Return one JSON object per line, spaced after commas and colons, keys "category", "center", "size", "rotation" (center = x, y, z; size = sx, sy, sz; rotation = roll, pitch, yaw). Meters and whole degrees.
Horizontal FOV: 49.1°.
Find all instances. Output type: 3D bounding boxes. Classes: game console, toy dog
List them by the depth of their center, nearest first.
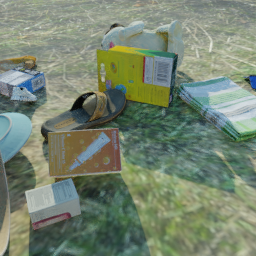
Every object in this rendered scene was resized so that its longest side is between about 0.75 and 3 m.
{"category": "game console", "center": [4.615, -1.585, 9.790], "size": [0.905, 0.536, 0.773], "rotation": [-1, 66, 0]}
{"category": "toy dog", "center": [0.422, -2.935, 10.100], "size": [2.970, 2.072, 2.880], "rotation": [11, 29, 19]}

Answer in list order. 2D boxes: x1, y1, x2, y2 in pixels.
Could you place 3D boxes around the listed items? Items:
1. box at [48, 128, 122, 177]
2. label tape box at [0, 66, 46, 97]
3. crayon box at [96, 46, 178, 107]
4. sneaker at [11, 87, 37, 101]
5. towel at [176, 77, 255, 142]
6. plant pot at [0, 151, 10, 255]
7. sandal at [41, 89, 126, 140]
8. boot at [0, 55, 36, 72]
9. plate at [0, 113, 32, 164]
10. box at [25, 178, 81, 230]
{"category": "box", "center": [-0.884, 0.529, 5.847], "size": [1.430, 0.697, 0.889], "rotation": [-4, 80, -6]}
{"category": "label tape box", "center": [-3.847, -1.602, 9.419], "size": [1.684, 0.533, 1.214], "rotation": [18, 38, 23]}
{"category": "crayon box", "center": [0.235, -1.632, 8.574], "size": [2.398, 1.522, 0.609], "rotation": [13, 34, 18]}
{"category": "sneaker", "center": [-3.081, -1.004, 8.386], "size": [0.397, 0.428, 1.057], "rotation": [1, 3, 11]}
{"category": "towel", "center": [3.049, -0.743, 8.268], "size": [2.125, 0.437, 2.849], "rotation": [-15, 38, -20]}
{"category": "plant pot", "center": [-3.080, 0.757, 4.080], "size": [1.888, 2.813, 2.813], "rotation": [-14, 37, -14]}
{"category": "sandal", "center": [-1.125, -0.563, 7.684], "size": [2.851, 0.778, 1.165], "rotation": [-28, 44, -35]}
{"category": "boot", "center": [-4.311, -2.548, 10.924], "size": [1.376, 0.484, 0.985], "rotation": [-2, 29, -10]}
{"category": "plate", "center": [-3.426, 0.272, 6.485], "size": [2.396, 0.306, 2.396], "rotation": [-9, 36, 7]}
{"category": "box", "center": [-1.372, 1.380, 5.149], "size": [0.874, 0.476, 0.559], "rotation": [-14, 37, -19]}
